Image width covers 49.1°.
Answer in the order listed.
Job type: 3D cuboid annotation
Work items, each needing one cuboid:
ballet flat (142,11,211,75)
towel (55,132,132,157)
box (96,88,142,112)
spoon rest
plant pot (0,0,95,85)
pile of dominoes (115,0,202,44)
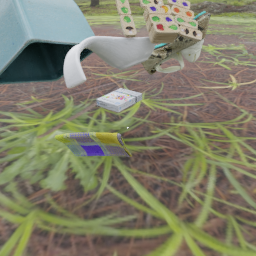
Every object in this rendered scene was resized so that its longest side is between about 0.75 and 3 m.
[{"bbox_3d":[1.459,-2.282,8.286,0.979,1.087,2.886,-34,10,-34],"label":"ballet flat"},{"bbox_3d":[-0.564,0.302,4.766,1.160,0.833,0.132,0,63,14],"label":"towel"},{"bbox_3d":[-0.238,-0.810,7.963,0.836,0.221,1.073,20,36,35],"label":"box"},{"bbox_3d":[-0.354,-1.649,6.229,1.347,0.822,2.710,-14,13,41],"label":"spoon rest"},{"bbox_3d":[-2.190,-2.327,6.421,1.933,1.969,1.928,-25,-6,38],"label":"plant pot"},{"bbox_3d":[0.638,-2.990,6.337,1.867,0.381,2.395,-6,69,-17],"label":"pile of dominoes"}]
